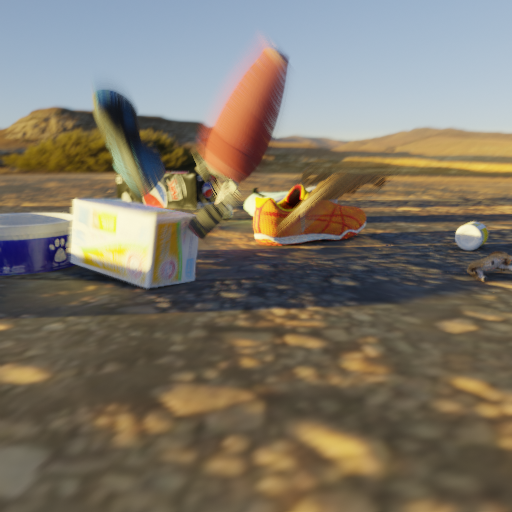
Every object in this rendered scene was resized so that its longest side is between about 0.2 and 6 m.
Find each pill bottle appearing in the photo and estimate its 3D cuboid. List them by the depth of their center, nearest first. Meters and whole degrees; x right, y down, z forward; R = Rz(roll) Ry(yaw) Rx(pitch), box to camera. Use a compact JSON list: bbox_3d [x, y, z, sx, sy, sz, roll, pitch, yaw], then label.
[{"bbox_3d":[3.856,-0.363,9.959,0.459,0.459,0.819,7,12,32],"label":"pill bottle"},{"bbox_3d":[-0.944,-1.084,14.126,0.650,0.370,0.370,-8,13,-40],"label":"pill bottle"}]

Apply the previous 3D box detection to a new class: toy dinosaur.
[{"bbox_3d":[1.064,-0.997,8.269,1.960,0.592,1.041,-24,23,-28],"label":"toy dinosaur"}]

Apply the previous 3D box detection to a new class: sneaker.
[{"bbox_3d":[-1.954,-1.631,8.105,0.633,1.729,0.708,-15,-19,-37],"label":"sneaker"},{"bbox_3d":[1.170,-0.824,10.815,2.819,1.087,1.029,-7,11,-41],"label":"sneaker"},{"bbox_3d":[0.850,-1.380,14.182,2.337,0.860,1.379,-10,20,-32],"label":"sneaker"}]

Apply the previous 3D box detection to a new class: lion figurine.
[{"bbox_3d":[3.179,0.128,7.685,0.897,0.325,0.549,-7,7,-20],"label":"lion figurine"}]

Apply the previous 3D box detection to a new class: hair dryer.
[{"bbox_3d":[-0.329,-1.478,6.674,0.627,2.307,1.757,20,47,-23],"label":"hair dryer"}]

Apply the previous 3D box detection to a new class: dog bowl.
[{"bbox_3d":[-3.580,-0.217,8.467,1.782,0.702,1.782,0,11,0],"label":"dog bowl"}]

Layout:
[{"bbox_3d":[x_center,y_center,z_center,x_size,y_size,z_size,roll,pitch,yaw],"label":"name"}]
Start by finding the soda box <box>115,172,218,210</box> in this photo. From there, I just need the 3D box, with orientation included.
[{"bbox_3d":[-2.875,-2.118,17.794,3.387,1.073,1.199,6,13,33],"label":"soda box"}]

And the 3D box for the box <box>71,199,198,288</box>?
[{"bbox_3d":[-1.633,-0.209,7.481,1.639,0.922,0.831,13,12,36],"label":"box"}]
